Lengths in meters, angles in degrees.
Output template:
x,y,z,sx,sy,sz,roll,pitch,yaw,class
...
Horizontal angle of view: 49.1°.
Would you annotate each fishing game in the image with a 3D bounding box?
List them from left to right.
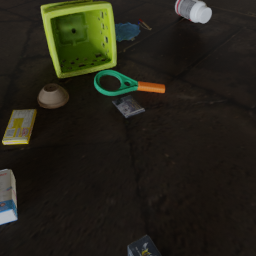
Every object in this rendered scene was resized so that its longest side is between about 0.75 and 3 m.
x,y,z,sx,sy,sz,roll,pitch,yaw,class
-0.229,-4.771,14.094,2.611,0.406,1.869,-22,46,-11,fishing game

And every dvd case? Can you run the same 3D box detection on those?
x,y,z,sx,sy,sz,roll,pitch,yaw,class
0.014,-0.790,9.984,0.762,0.082,1.025,-21,47,-21,dvd case

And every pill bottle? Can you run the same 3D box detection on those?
x,y,z,sx,sy,sz,roll,pitch,yaw,class
3.610,-6.500,15.402,1.100,1.100,1.987,-22,47,-22,pill bottle

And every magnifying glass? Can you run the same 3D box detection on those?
x,y,z,sx,sy,sz,roll,pitch,yaw,class
0.078,-1.586,10.345,2.635,0.295,1.049,4,59,-10,magnifying glass

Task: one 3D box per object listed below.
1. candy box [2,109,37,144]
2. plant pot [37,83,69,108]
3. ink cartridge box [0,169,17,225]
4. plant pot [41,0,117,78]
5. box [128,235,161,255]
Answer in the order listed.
x,y,z,sx,sy,sz,roll,pitch,yaw,class
-3.498,-0.071,9.116,0.771,0.199,1.508,-1,43,-4,candy box
-2.748,-1.252,10.164,1.132,0.523,1.132,-1,43,1,plant pot
-3.276,1.730,6.919,0.912,0.534,1.262,-13,46,-13,ink cartridge box
-2.122,-3.875,11.582,2.599,2.612,2.370,-17,38,-17,plant pot
0.629,3.020,4.837,0.474,1.467,1.860,-21,46,-21,box
